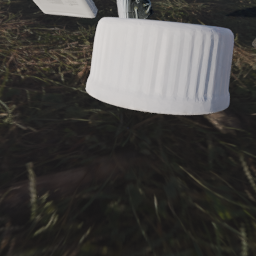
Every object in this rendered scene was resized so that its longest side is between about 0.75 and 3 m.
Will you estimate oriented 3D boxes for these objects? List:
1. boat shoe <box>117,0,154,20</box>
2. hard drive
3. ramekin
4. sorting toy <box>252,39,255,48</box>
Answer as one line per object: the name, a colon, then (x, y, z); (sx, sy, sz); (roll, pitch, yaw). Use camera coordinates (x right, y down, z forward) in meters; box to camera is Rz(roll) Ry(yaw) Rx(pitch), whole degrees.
boat shoe: (0.210, -2.584, 6.211); (0.747, 2.107, 0.760); (5, 40, 12)
hard drive: (-2.067, -3.774, 7.014); (1.792, 2.718, 0.357); (12, 79, 18)
ramekin: (0.570, -1.186, 4.908); (2.543, 1.240, 2.543); (5, 19, -2)
sorting toy: (2.750, -1.320, 4.003); (2.655, 1.280, 0.449); (49, 32, 21)
